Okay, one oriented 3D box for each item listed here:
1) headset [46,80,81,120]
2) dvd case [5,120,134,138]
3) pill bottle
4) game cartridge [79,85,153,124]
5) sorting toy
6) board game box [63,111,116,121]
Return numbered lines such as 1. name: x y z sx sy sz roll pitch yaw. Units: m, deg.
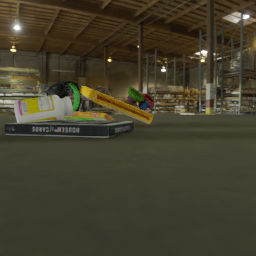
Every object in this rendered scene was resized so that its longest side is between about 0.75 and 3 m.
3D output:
1. headset: -2.221 -0.824 9.536 0.998 1.312 2.125 10 30 28
2. dvd case: -1.027 -0.008 5.341 1.970 0.244 1.481 1 4 17
3. pill bottle: -2.099 -0.441 7.063 1.347 0.702 0.702 -11 6 -14
4. game cartridge: -0.466 -0.830 9.239 1.995 0.367 2.263 21 7 -24
5. sorting toy: 0.410 -0.935 10.297 1.394 0.572 0.838 15 35 -44
6. board game box: -1.253 -0.294 8.464 1.642 0.246 0.784 2 -13 23
